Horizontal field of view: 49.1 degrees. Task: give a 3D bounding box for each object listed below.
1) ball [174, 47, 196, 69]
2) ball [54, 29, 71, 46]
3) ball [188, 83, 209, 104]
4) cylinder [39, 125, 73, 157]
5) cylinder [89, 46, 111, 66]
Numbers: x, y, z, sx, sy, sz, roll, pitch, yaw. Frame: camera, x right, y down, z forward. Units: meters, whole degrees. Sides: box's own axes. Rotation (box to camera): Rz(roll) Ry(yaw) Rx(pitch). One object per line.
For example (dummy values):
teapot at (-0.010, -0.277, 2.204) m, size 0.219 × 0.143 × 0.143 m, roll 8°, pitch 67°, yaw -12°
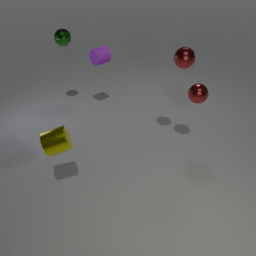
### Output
ball at (1.831, -2.270, 9.072) m, size 0.700 × 0.700 × 0.700 m, roll 0°, pitch 32°, yaw 0°
ball at (-2.705, -3.753, 11.609) m, size 0.700 × 0.700 × 0.700 m, roll 0°, pitch 32°, yaw 0°
ball at (2.433, -1.192, 9.712) m, size 0.700 × 0.700 × 0.700 m, roll 0°, pitch 32°, yaw 0°
cylinder at (-1.972, 0.362, 7.740) m, size 0.700 × 0.700 × 0.700 m, roll -20°, pitch 34°, yaw -3°
cylinder at (-1.192, -3.096, 12.018) m, size 0.700 × 0.700 × 0.700 m, roll -26°, pitch 41°, yaw -31°
